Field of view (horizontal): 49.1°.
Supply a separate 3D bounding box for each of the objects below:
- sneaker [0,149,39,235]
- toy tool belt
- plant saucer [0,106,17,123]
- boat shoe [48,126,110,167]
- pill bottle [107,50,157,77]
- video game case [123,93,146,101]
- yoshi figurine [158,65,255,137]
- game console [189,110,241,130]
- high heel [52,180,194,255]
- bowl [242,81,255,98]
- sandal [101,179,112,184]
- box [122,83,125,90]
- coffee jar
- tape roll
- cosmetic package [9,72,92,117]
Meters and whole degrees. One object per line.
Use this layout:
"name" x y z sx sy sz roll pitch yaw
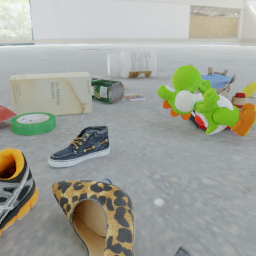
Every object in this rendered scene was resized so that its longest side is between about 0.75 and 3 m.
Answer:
"sneaker" -2.389 1.304 4.327 1.119 1.104 2.859 4 23 6
"toy tool belt" 3.658 -1.799 11.725 2.716 1.669 1.696 8 22 21
"plant saucer" -5.331 -0.277 9.026 2.380 0.437 2.375 4 23 27
"boat shoe" -1.235 0.418 7.128 1.686 0.765 0.597 -14 25 -33
"pill bottle" 0.212 -4.037 17.694 2.912 1.665 1.665 -4 21 -10
"video game case" 0.268 -1.448 13.046 0.768 0.094 1.074 -7 21 -19
"yoshi figurine" 2.405 -0.987 8.488 2.940 1.652 1.646 23 65 13
"game console" 3.147 -0.432 10.119 1.982 0.348 2.241 -5 21 -4
"high heel" -0.628 1.573 3.644 2.760 0.985 1.967 25 24 31
"bowl" 5.891 -1.729 13.011 0.981 0.981 0.528 -11 66 -27
"sandal" -0.324 1.198 5.006 0.324 0.355 0.816 -4 27 -35
"box" -0.433 -2.214 14.801 0.320 0.293 0.913 -5 21 -15
"coffee jar" -1.323 -1.744 12.647 2.157 0.920 1.125 16 27 35
"tape roll" -3.124 -0.163 9.286 1.412 0.339 1.412 -1 21 0
"cosmetic package" -2.861 -1.286 10.668 2.875 1.488 1.051 -6 22 -13
